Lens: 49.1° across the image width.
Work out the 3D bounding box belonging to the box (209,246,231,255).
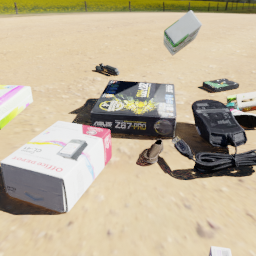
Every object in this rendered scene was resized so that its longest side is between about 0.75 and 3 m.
[{"bbox_3d":[1.276,2.272,3.646,0.320,0.299,1.543,4,27,7],"label":"box"}]

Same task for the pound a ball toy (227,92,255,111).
[{"bbox_3d":[4.087,-0.912,9.714,1.402,0.596,0.914,-9,3,-17],"label":"pound a ball toy"}]

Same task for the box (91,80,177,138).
[{"bbox_3d":[0.301,-0.731,9.020,2.409,0.734,2.988,6,27,6],"label":"box"}]

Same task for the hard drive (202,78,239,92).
[{"bbox_3d":[3.834,-1.775,11.596,1.238,0.234,0.865,-12,29,-23],"label":"hard drive"}]

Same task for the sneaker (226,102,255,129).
[{"bbox_3d":[3.440,-0.409,8.633,1.356,0.567,0.819,8,38,17],"label":"sneaker"}]

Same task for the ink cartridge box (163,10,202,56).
[{"bbox_3d":[1.677,-2.950,8.881,1.025,0.581,1.398,-37,-3,5],"label":"ink cartridge box"}]

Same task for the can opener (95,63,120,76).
[{"bbox_3d":[-0.985,-2.802,13.556,1.493,0.393,0.496,24,71,41],"label":"can opener"}]

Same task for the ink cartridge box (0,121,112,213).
[{"bbox_3d":[-1.427,0.698,6.096,1.500,0.870,2.032,10,27,18],"label":"ink cartridge box"}]

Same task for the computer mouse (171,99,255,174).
[{"bbox_3d":[2.045,0.232,7.337,2.078,0.681,2.960,-7,35,-10],"label":"computer mouse"}]

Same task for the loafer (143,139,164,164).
[{"bbox_3d":[0.628,0.551,6.954,0.346,0.336,0.948,11,29,20],"label":"loafer"}]

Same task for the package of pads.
[{"bbox_3d":[-4.380,-0.771,9.074,1.693,0.747,2.192,4,27,7],"label":"package of pads"}]
